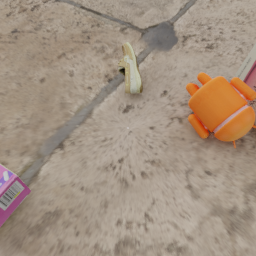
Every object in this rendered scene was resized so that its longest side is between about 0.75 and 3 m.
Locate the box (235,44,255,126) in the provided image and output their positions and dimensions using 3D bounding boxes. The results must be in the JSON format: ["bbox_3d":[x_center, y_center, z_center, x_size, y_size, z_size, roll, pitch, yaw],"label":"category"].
[{"bbox_3d":[4.266,-0.994,7.443,1.498,1.758,2.750,3,53,-11],"label":"box"}]

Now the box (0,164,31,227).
[{"bbox_3d":[-3.346,1.397,6.055,1.731,0.837,1.523,26,61,22],"label":"box"}]

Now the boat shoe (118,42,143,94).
[{"bbox_3d":[-0.012,-1.861,8.608,0.597,0.666,1.800,-12,65,-3],"label":"boat shoe"}]

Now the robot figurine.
[{"bbox_3d":[2.436,-0.504,7.409,1.498,1.215,2.083,-34,75,-15],"label":"robot figurine"}]
